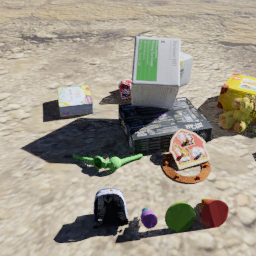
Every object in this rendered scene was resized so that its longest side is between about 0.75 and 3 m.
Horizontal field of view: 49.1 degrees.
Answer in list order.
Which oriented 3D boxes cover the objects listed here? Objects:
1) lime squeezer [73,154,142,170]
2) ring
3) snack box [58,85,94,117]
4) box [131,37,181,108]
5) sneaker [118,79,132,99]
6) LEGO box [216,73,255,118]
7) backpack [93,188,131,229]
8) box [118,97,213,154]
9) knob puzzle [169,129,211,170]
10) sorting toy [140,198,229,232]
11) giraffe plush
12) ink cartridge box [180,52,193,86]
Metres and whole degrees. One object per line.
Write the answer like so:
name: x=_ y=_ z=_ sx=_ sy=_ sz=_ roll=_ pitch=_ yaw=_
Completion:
lime squeezer: x=-0.713 y=1.019 z=9.114 sx=2.354 sy=0.444 sz=0.832 roll=0 pitch=35 yaw=1
ring: x=1.897 y=1.187 z=9.112 sx=1.568 sy=0.150 sz=1.568 roll=1 pitch=35 yaw=0
snack box: x=-2.289 y=-1.194 z=12.098 sx=1.396 sy=0.560 sz=1.655 roll=-7 pitch=35 yaw=-11
box: x=0.985 y=-1.958 z=10.218 sx=1.643 sy=1.918 sz=1.908 roll=4 pitch=72 yaw=2
sneaker: x=0.476 y=-1.633 z=12.420 sx=1.298 sy=0.822 sz=2.307 roll=-16 pitch=29 yaw=-31
LEGO box: x=5.358 y=-1.292 z=11.762 sx=2.610 sy=1.007 sz=1.944 roll=21 pitch=37 yaw=27
backpack: x=-0.460 y=2.026 z=7.243 sx=0.990 sy=0.943 sz=0.763 roll=-5 pitch=19 yaw=-7
box: x=1.303 y=-0.219 z=10.645 sx=2.963 sy=0.645 sz=2.374 roll=-9 pitch=36 yaw=-12
knob puzzle: x=1.988 y=0.594 z=9.286 sx=1.454 sy=0.202 sz=1.454 roll=2 pitch=65 yaw=-5
sorting toy: x=1.419 y=2.173 z=7.427 sx=2.311 sy=0.801 sz=0.796 roll=-3 pitch=12 yaw=-8
giraffe plush: x=4.354 y=-0.633 z=10.742 sx=1.485 sy=1.204 sz=1.282 roll=5 pitch=35 yaw=7
ink cartridge box: x=1.946 y=-2.800 z=13.634 sx=1.947 sy=1.408 sz=1.415 roll=-24 pitch=42 yaw=-30
